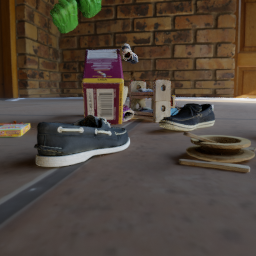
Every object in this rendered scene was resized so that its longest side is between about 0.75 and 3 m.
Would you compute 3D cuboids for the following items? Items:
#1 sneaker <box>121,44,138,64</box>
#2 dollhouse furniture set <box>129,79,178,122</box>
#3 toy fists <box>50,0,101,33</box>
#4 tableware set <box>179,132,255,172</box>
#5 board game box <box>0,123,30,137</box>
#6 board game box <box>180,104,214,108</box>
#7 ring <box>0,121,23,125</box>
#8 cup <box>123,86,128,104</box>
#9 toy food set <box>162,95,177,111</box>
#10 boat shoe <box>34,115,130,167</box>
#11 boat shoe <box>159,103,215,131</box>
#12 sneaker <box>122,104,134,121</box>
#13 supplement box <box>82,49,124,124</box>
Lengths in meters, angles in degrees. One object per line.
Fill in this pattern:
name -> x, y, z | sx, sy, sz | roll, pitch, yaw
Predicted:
sneaker -> 0.062, -2.930, 11.624 | 0.467, 0.473, 1.191 | -17, -30, 21
dollhouse furniture set -> 1.513, -1.250, 12.345 | 2.439, 1.709, 1.719 | -6, 10, -38
toy fists -> -1.521, -3.625, 8.302 | 1.778, 0.611, 0.906 | -39, -13, -16
tableware set -> 2.475, 0.319, 5.052 | 2.859, 0.573, 1.890 | 4, 9, 26
board game box -> -3.471, 0.059, 8.394 | 0.785, 0.246, 1.643 | -2, 11, -10
board game box -> 4.004, -1.113, 16.172 | 1.473, 0.404, 2.333 | 4, 9, 26
ring -> -4.468, -0.117, 9.861 | 1.622, 0.156, 1.622 | 0, 7, 0
cup -> -0.943, -1.403, 14.412 | 1.904, 1.362, 1.904 | -1, 0, 0
toy food set -> 2.467, -1.419, 16.824 | 0.696, 0.738, 1.547 | -6, -21, -39
boat shoe -> -0.743, 0.127, 5.672 | 0.985, 0.786, 2.605 | 4, 9, 26
boat shoe -> 2.017, -0.400, 9.395 | 2.739, 0.853, 1.022 | -9, 14, -42
sneaker -> -0.719, -0.614, 11.548 | 2.025, 0.734, 1.155 | -10, 23, -24
supplement box -> -0.979, -1.687, 10.952 | 1.463, 1.856, 2.836 | -1, 38, -4
